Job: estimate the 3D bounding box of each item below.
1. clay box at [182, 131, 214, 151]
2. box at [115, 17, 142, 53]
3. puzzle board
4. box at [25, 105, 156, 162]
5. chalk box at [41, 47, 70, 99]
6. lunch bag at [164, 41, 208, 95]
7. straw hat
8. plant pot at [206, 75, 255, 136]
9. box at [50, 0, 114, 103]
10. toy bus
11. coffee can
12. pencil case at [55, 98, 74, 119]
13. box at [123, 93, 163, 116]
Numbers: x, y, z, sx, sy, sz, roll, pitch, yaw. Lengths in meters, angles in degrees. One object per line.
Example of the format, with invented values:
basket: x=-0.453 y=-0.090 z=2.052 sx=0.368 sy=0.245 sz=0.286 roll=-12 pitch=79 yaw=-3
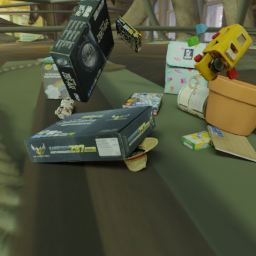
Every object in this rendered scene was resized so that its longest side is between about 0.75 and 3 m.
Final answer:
clay box: x=2.287 y=0.378 z=8.689 sx=1.071 sy=0.255 sz=0.615 roll=-10 pitch=26 yaw=-27
box: x=0.028 y=-4.236 z=12.773 sx=1.407 sy=0.347 sz=1.124 roll=45 pitch=-7 yaw=13
puzzle board: x=3.063 y=0.449 z=8.294 sx=1.267 sy=0.146 sz=1.681 roll=16 pitch=22 yaw=1
box: x=-0.967 y=0.132 z=7.860 sx=2.947 sy=0.752 sz=2.324 roll=-4 pitch=18 yaw=26
chalk box: x=-3.213 y=-2.726 z=13.586 sx=1.494 sy=2.401 sz=1.486 roll=2 pitch=22 yaw=5
lunch bag: x=3.031 y=-2.998 z=14.042 sx=2.197 sy=2.579 sz=1.573 roll=9 pitch=23 yaw=20
straw hat: x=0.190 y=0.769 z=7.187 sx=1.416 sy=0.599 sz=1.416 roll=-16 pitch=13 yaw=4
plant pot: x=3.568 y=-0.734 z=9.304 sx=2.208 sy=1.545 sz=2.208 roll=15 pitch=17 yaw=-5
box: x=-1.180 y=-2.317 z=8.105 sx=0.547 sy=2.013 sz=2.512 roll=13 pitch=62 yaw=13
toy bus: x=1.733 y=-1.338 z=5.181 sx=1.125 sy=1.192 sz=0.616 roll=-5 pitch=7 yaw=-20
coffee can: x=2.891 y=-1.027 z=10.969 sx=1.175 sy=1.175 sz=1.605 roll=-11 pitch=24 yaw=-26
pencil case: x=-2.530 y=-0.824 z=11.347 sx=0.602 sy=0.524 sz=1.346 roll=17 pitch=20 yaw=-11
box: x=0.689 y=-1.063 z=12.097 sx=1.424 sy=0.415 sz=2.080 roll=5 pitch=22 yaw=12
